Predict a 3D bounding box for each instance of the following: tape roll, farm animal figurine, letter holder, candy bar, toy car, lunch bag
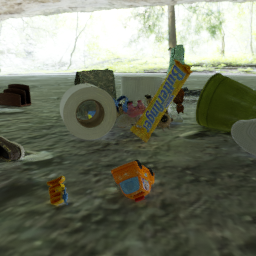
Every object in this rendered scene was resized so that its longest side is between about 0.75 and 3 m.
[{"bbox_3d":[0.856,-1.658,13.580,2.467,1.694,2.467,1,11,0],"label":"tape roll"},{"bbox_3d":[-1.353,-0.573,9.333,1.736,1.736,1.192,-4,14,-17],"label":"tape roll"},{"bbox_3d":[0.743,-0.437,9.902,2.721,1.368,2.197,-21,10,-33],"label":"farm animal figurine"},{"bbox_3d":[-6.357,-1.865,15.676,1.640,1.165,0.825,7,16,24],"label":"letter holder"},{"bbox_3d":[0.889,-0.714,7.620,0.617,2.474,0.274,36,25,10],"label":"candy bar"},{"bbox_3d":[-0.438,1.195,5.269,1.953,0.958,0.650,-16,58,4],"label":"toy car"},{"bbox_3d":[-1.508,-1.690,12.989,1.743,2.126,1.250,-7,16,-24],"label":"lunch bag"}]

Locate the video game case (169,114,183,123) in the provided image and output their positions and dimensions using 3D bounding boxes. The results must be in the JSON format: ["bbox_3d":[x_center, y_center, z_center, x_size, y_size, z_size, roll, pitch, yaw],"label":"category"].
[{"bbox_3d":[1.647,-0.418,11.823,1.260,0.152,1.382,2,11,8],"label":"video game case"}]

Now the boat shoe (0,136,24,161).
[{"bbox_3d":[-3.404,0.539,7.412,1.460,0.525,0.435,14,16,27],"label":"boat shoe"}]

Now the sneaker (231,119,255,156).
[{"bbox_3d":[4.256,0.258,7.638,2.665,1.006,1.517,13,18,24],"label":"sneaker"}]

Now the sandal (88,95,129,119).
[{"bbox_3d":[-0.721,-0.814,11.884,2.282,0.993,0.907,-15,23,-42],"label":"sandal"}]

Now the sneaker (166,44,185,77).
[{"bbox_3d":[2.119,-2.906,12.211,0.888,1.423,2.412,3,20,2],"label":"sneaker"}]

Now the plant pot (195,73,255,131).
[{"bbox_3d":[3.804,-0.695,9.930,1.986,2.063,2.063,26,27,35],"label":"plant pot"}]

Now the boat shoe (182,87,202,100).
[{"bbox_3d":[3.711,-2.289,18.144,2.330,0.790,0.836,5,15,20],"label":"boat shoe"}]
